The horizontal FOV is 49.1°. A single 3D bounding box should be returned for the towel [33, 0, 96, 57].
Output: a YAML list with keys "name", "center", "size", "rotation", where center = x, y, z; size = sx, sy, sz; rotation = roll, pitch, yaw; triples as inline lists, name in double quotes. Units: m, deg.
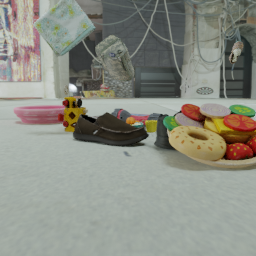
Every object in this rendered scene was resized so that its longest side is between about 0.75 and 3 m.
- name: "towel"
  center: [-1.920, -3.054, 8.442]
  size: [1.479, 1.266, 0.356]
  rotation: [-38, 9, 3]

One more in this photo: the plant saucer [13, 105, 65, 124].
- name: "plant saucer"
  center: [-3.970, -0.673, 13.653]
  size: [2.965, 0.751, 2.965]
  rotation: [-1, 8, 0]

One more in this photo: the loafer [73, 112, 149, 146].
- name: "loafer"
  center: [-0.604, -0.016, 8.391]
  size: [2.531, 0.903, 0.924]
  rotation: [4, 9, 24]

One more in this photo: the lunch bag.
- name: "lunch bag"
  center: [-0.485, -3.193, 13.114]
  size: [1.296, 1.860, 1.560]
  rotation: [-40, 55, -9]

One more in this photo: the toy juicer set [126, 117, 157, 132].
- name: "toy juicer set"
  center: [-0.080, -0.114, 10.210]
  size: [2.212, 0.602, 1.407]
  rotation: [-8, 12, -43]

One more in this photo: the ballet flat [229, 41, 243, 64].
- name: "ballet flat"
  center: [4.360, -2.991, 11.261]
  size: [0.392, 0.387, 1.151]
  rotation: [4, -23, 9]

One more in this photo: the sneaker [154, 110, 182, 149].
- name: "sneaker"
  center: [1.793, -0.002, 7.789]
  size: [2.321, 1.053, 0.881]
  rotation: [-3, 3, -30]

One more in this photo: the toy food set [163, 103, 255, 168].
- name: "toy food set"
  center: [2.040, 0.063, 6.454]
  size: [2.414, 0.587, 2.390]
  rotation: [2, 29, 0]

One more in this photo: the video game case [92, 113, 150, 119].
- name: "video game case"
  center: [-0.353, -0.525, 14.388]
  size: [2.004, 0.245, 2.803]
  rotation: [5, 10, 37]

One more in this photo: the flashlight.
- name: "flashlight"
  center: [0.388, -0.396, 11.622]
  size: [2.288, 0.777, 0.774]
  rotation: [5, 10, 35]

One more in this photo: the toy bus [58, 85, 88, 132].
- name: "toy bus"
  center: [-1.961, -0.595, 10.661]
  size: [0.824, 1.504, 1.594]
  rotation: [2, -36, 11]
